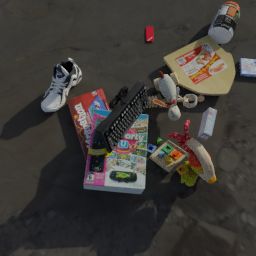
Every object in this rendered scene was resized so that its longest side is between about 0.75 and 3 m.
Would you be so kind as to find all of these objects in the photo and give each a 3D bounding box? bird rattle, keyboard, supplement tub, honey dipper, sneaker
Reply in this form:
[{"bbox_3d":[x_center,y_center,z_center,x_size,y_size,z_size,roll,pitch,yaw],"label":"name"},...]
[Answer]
[{"bbox_3d":[2.275,0.877,9.205,1.230,1.780,2.183,-18,108,-11],"label":"bird rattle"},{"bbox_3d":[-0.089,-0.512,8.880,0.320,1.498,2.495,12,50,34],"label":"keyboard"},{"bbox_3d":[4.185,-4.568,12.083,1.021,1.021,1.666,23,69,9],"label":"supplement tub"},{"bbox_3d":[1.784,-1.099,10.944,2.463,0.468,0.468,-5,67,-4],"label":"honey dipper"},{"bbox_3d":[-2.644,-1.732,10.654,0.890,1.452,2.231,35,72,15],"label":"sneaker"}]

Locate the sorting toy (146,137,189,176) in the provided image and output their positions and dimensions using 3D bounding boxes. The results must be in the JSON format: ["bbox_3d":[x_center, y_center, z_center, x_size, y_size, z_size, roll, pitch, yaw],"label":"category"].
[{"bbox_3d":[1.436,0.950,9.939,1.000,0.242,1.777,-41,58,-21],"label":"sorting toy"}]

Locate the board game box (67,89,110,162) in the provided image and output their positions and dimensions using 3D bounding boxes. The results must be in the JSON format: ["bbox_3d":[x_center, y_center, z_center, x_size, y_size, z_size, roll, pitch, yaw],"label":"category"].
[{"bbox_3d":[-1.226,-0.056,10.593,1.475,0.279,2.865,-19,69,-7],"label":"board game box"}]

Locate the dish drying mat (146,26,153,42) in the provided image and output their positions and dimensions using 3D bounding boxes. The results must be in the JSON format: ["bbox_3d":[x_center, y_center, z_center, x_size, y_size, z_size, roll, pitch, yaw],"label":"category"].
[{"bbox_3d":[0.962,-4.171,12.425,0.326,0.077,0.848,0,67,1],"label":"dish drying mat"}]

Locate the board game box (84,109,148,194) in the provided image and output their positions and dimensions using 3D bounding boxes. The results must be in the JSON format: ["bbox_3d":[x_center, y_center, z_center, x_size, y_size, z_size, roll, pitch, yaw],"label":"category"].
[{"bbox_3d":[-0.380,0.787,9.623,1.966,0.857,2.665,6,65,-3],"label":"board game box"}]

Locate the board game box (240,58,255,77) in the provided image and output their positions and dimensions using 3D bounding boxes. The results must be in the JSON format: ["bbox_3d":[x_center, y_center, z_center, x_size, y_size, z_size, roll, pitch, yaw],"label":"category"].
[{"bbox_3d":[5.201,-2.498,11.662,1.023,0.187,0.774,5,68,3],"label":"board game box"}]

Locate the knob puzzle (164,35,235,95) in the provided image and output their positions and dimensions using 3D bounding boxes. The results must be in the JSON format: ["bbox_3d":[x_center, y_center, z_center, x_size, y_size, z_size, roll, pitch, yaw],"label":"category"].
[{"bbox_3d":[3.145,-2.330,11.471,2.928,0.406,2.928,0,67,0],"label":"knob puzzle"}]

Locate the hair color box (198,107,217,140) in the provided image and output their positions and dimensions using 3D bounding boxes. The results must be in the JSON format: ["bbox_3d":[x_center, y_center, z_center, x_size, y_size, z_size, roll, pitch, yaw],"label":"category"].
[{"bbox_3d":[2.498,-0.128,8.821,0.283,0.461,0.932,20,67,-3],"label":"hair color box"}]

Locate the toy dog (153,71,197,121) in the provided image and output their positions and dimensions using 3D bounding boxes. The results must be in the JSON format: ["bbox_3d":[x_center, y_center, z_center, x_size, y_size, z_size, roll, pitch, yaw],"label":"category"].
[{"bbox_3d":[1.514,-1.371,10.489,1.345,0.983,2.040,-39,53,10],"label":"toy dog"}]
